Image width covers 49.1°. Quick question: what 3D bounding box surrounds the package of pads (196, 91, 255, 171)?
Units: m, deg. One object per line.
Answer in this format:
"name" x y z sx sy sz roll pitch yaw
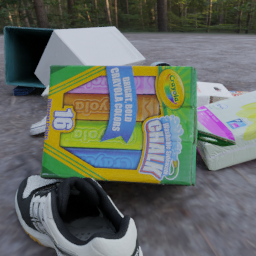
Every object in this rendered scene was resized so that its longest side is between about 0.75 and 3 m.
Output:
"package of pads" 2.519 -0.073 6.120 2.309 0.787 1.784 -16 23 2

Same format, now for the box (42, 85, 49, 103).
"box" -1.345 -0.490 5.827 0.411 0.866 0.337 -4 45 26

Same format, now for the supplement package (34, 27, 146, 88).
"supplement package" -1.184 -2.085 9.371 1.784 1.806 2.979 49 38 9

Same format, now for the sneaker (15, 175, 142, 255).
"sneaker" -0.708 1.012 3.592 1.009 1.170 2.668 -20 28 -37

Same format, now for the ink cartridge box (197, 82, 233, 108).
"ink cartridge box" 1.281 -0.678 7.910 2.899 0.978 1.688 1 22 7

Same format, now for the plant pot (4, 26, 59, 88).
"plant pot" -3.206 -2.769 11.214 2.042 2.043 2.891 6 13 6

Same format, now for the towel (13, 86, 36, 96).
"towel" -3.984 -1.518 10.876 0.636 0.276 1.139 0 21 -1

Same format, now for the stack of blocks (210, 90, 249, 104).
"stack of blocks" 3.471 -0.909 9.191 1.438 0.421 0.828 4 23 8

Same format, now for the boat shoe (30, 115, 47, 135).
"boat shoe" -1.737 -0.416 7.180 1.771 0.582 0.637 -27 11 -9

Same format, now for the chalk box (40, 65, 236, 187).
"chalk box" 0.255 0.025 4.557 2.728 1.691 1.703 2 -8 5

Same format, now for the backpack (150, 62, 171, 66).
"backpack" 1.281 -2.104 11.216 0.966 1.088 0.819 -8 24 -16
